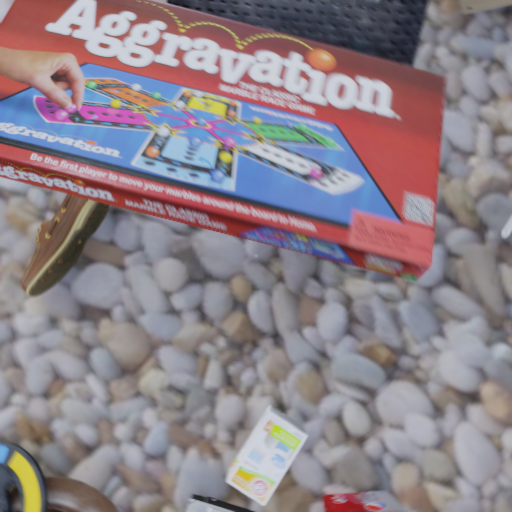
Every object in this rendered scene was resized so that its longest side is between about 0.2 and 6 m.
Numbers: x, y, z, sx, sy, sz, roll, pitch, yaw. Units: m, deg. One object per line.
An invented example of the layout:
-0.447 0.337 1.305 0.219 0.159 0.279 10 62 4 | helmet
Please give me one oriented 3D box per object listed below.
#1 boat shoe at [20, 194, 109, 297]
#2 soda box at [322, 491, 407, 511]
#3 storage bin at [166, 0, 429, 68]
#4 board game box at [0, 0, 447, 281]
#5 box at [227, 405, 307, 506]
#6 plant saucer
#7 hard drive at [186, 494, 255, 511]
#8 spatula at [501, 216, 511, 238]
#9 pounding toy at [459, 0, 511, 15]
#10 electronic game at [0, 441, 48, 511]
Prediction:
-2.943 -0.241 8.370 0.616 0.656 1.824 31 81 9 | boat shoe
1.581 4.967 7.727 1.075 0.973 3.070 -3 84 -1 | soda box
0.575 -3.617 7.531 3.285 2.221 1.540 8 128 5 | storage bin
-0.476 -1.554 6.235 5.086 0.495 2.618 14 63 -1 | board game box
0.156 2.860 8.096 0.658 0.593 1.171 33 86 4 | box
-3.004 4.470 8.085 2.408 0.386 2.408 0 85 -1 | plant saucer
-0.293 4.311 8.117 1.750 0.331 1.223 17 85 2 | hard drive
4.284 -0.932 7.935 0.150 1.300 1.869 22 103 -21 | spatula
4.265 -5.051 8.086 2.600 1.190 2.284 -2 83 26 | pounding toy
-3.824 3.607 7.874 1.914 0.398 1.914 -4 68 11 | electronic game
